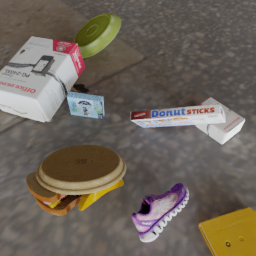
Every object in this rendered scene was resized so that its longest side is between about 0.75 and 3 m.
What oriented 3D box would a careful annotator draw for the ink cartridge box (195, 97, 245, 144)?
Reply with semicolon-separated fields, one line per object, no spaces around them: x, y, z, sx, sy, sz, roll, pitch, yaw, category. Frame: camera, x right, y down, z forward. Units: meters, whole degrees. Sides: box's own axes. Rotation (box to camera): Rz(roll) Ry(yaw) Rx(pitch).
2.719;-0.237;8.646;0.972;0.549;1.326;-32;54;-25;ink cartridge box

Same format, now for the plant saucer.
-1.344;-3.774;11.129;2.335;0.363;2.335;-20;48;24;plant saucer

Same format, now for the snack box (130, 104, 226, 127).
1.384;-0.308;7.939;2.526;0.908;0.307;-3;76;26;snack box

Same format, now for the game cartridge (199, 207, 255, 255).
2.568;2.586;6.421;1.468;0.238;1.294;-12;50;-13;game cartridge

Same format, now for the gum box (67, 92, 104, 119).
-1.304;-0.699;8.781;1.077;0.915;0.240;9;57;4;gum box

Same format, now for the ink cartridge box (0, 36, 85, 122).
-2.923;-1.683;9.233;1.920;1.102;2.644;14;57;17;ink cartridge box

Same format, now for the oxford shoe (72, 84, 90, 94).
-1.630;-1.217;9.623;0.434;0.433;1.216;-14;31;-19;oxford shoe

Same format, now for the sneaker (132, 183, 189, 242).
0.734;1.794;6.548;1.713;0.689;0.757;-39;93;-30;sneaker

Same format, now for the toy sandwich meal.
-1.205;1.230;7.034;2.454;0.841;2.454;0;22;0;toy sandwich meal
